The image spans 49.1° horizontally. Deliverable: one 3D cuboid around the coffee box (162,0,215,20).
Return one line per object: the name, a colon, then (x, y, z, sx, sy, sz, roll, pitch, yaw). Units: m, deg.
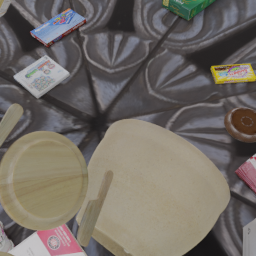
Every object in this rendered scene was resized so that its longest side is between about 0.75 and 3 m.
coffee box: (2.274, -4.637, 9.810, 1.246, 0.446, 2.027, 38, 65, 22)

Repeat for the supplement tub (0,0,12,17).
supplement tub: (-2.544, -2.575, 5.186, 0.776, 1.073, 0.776, 27, 44, -30)

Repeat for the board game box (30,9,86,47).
board game box: (-2.256, -3.296, 9.137, 0.848, 0.160, 1.648, 39, 66, 20)

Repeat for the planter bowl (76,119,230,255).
planter bowl: (0.190, 1.323, 4.824, 2.516, 2.516, 1.693, 30, 62, 17)

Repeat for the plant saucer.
plant saucer: (3.016, -0.133, 7.149, 1.073, 0.172, 1.073, 0, 57, 0)

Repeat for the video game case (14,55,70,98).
video game case: (-2.462, -1.496, 8.015, 1.076, 0.140, 1.182, 38, 65, 21)

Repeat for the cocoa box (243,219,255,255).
cocoa box: (2.848, 2.736, 4.495, 1.541, 1.567, 2.349, 12, 59, 7)

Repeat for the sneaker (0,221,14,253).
sneaker: (-2.591, 2.140, 5.440, 0.416, 0.451, 1.023, -37, 51, -21)

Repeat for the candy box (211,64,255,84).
candy box: (3.024, -1.568, 8.056, 1.156, 0.153, 0.591, -5, 60, -3)

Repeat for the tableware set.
tableware set: (-0.643, 0.601, 1.533, 0.258, 0.850, 1.287, -15, 44, 44)

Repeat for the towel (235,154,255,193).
towel: (3.771, 0.957, 6.417, 2.183, 0.248, 1.572, -33, 64, -19)

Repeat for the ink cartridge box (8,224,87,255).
ink cartridge box: (-1.618, 2.759, 4.776, 2.041, 0.845, 1.495, -34, 76, -19)
